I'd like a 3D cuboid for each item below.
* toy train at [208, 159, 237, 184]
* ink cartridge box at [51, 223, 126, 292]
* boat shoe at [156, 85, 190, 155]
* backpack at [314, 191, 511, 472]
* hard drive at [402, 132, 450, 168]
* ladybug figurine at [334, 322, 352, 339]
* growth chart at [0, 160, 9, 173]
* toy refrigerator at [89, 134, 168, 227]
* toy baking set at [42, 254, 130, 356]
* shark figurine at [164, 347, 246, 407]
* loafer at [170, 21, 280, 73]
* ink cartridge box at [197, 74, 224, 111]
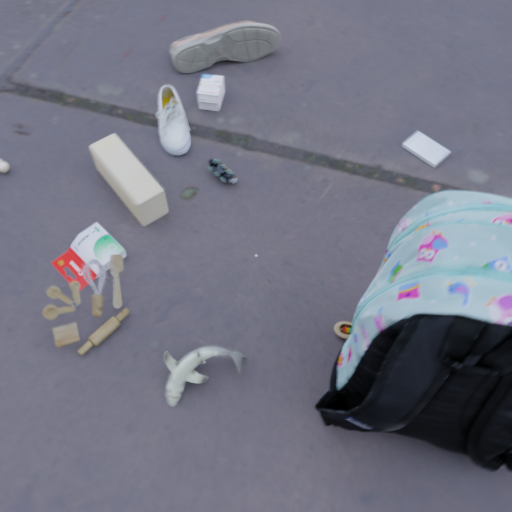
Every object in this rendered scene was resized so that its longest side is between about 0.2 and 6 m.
[{"bbox_3d":[-0.761,-1.944,12.863,0.779,0.444,0.332,43,107,19],"label":"toy train"},{"bbox_3d":[-3.516,0.005,11.686,1.264,0.317,1.017,-39,65,-24],"label":"ink cartridge box"},{"bbox_3d":[-2.024,-3.400,13.539,0.746,0.861,2.020,-8,57,-5],"label":"boat shoe"},{"bbox_3d":[2.919,1.237,8.404,3.699,4.432,2.806,8,57,6],"label":"backpack"},{"bbox_3d":[4.075,-2.557,13.435,0.631,0.128,0.956,-39,65,-22],"label":"hard drive"},{"bbox_3d":[1.760,1.460,10.798,0.531,0.191,0.360,13,58,8],"label":"ladybug figurine"},{"bbox_3d":[-7.358,-1.376,12.586,2.536,0.311,3.504,21,59,14],"label":"growth chart"},{"bbox_3d":[-2.812,-1.724,12.491,0.739,0.802,2.113,-33,63,-19],"label":"toy refrigerator"},{"bbox_3d":[-3.065,0.912,10.510,1.932,1.483,0.225,-39,33,-24],"label":"toy baking set"},{"bbox_3d":[-1.055,1.936,10.303,1.627,0.679,0.972,-27,95,-8],"label":"shark figurine"},{"bbox_3d":[-0.876,-5.762,15.024,2.955,1.062,0.929,-16,52,-7],"label":"loafer"},{"bbox_3d":[-1.156,-4.098,14.188,0.545,0.531,0.848,8,57,5],"label":"ink cartridge box"}]
